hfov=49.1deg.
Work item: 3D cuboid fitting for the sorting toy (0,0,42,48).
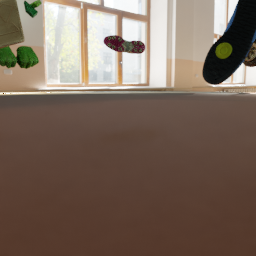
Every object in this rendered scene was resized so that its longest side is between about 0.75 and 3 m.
[{"bbox_3d":[-3.526,-3.091,8.246,2.167,1.602,0.319,-14,-12,0],"label":"sorting toy"}]

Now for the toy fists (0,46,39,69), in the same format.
[{"bbox_3d":[-3.870,-2.418,9.698,1.525,0.525,0.778,-8,57,-42],"label":"toy fists"}]

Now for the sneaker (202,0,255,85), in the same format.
[{"bbox_3d":[2.257,-1.815,5.659,0.704,2.136,0.837,31,14,25],"label":"sneaker"}]

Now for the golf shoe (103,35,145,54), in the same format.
[{"bbox_3d":[-0.191,-3.454,11.886,1.777,0.669,0.813,11,3,-11],"label":"golf shoe"}]

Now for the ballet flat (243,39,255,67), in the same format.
[{"bbox_3d":[3.101,-2.689,6.461,0.584,2.520,0.849,2,19,-38],"label":"ballet flat"}]
